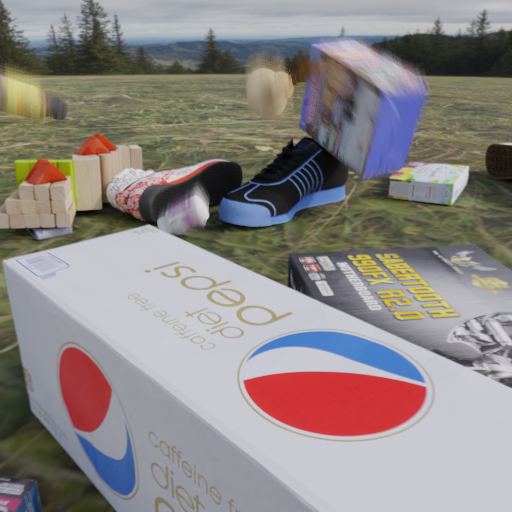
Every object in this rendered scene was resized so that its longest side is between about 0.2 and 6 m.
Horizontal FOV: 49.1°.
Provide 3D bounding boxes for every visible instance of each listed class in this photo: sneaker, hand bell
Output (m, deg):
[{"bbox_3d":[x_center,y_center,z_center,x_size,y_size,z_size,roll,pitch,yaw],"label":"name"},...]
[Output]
[{"bbox_3d":[0.585,-1.501,10.563,1.179,1.310,3.362,18,28,37],"label":"sneaker"},{"bbox_3d":[-1.571,-1.412,10.884,1.454,0.906,2.713,18,31,33],"label":"sneaker"},{"bbox_3d":[6.503,-1.964,11.916,1.508,1.127,3.360,-10,20,-11],"label":"sneaker"},{"bbox_3d":[0.478,-2.327,7.440,0.695,0.695,1.335,-14,6,-30],"label":"hand bell"}]

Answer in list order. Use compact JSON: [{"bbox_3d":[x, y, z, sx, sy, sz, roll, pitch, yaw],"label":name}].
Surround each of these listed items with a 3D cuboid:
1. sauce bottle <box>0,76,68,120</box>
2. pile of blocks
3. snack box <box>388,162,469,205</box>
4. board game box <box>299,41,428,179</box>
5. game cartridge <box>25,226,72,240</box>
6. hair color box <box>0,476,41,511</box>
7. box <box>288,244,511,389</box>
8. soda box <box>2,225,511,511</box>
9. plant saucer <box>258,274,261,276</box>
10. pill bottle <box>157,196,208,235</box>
[{"bbox_3d":[-4.026,-2.728,9.840,0.571,0.571,1.764,9,7,22],"label":"sauce bottle"},{"bbox_3d":[-3.463,-1.620,10.609,1.677,1.270,4.086,6,19,12],"label":"pile of blocks"},{"bbox_3d":[3.669,-1.569,11.851,1.298,0.484,1.826,11,24,25],"label":"snack box"},{"bbox_3d":[1.788,-2.613,9.849,0.975,1.606,2.014,-16,45,-25],"label":"board game box"},{"bbox_3d":[-3.580,-0.520,9.656,0.657,0.202,0.987,-19,28,-31],"label":"game cartridge"},{"bbox_3d":[-1.896,1.918,3.219,0.706,0.427,1.412,2,22,6],"label":"hair color box"},{"bbox_3d":[1.769,0.779,5.629,2.417,0.738,3.052,-3,22,-7],"label":"box"},{"bbox_3d":[-0.085,1.144,3.674,1.414,1.513,4.443,-18,29,-38],"label":"soda box"},{"bbox_3d":[-0.284,0.339,7.516,0.705,0.171,0.706,18,28,39],"label":"plant saucer"},{"bbox_3d":[-1.206,-0.627,9.150,0.776,0.436,0.436,-27,18,13],"label":"pill bottle"}]
